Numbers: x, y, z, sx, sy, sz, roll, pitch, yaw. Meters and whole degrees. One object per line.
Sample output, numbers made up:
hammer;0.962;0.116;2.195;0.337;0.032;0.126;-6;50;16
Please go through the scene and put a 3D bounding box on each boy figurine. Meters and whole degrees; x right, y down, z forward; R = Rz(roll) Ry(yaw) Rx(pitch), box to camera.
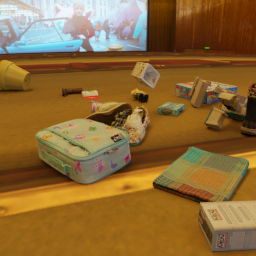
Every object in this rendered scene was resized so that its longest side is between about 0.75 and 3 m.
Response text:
boy figurine;0.591;-1.894;15.980;1.000;0.518;1.609;4;16;-21

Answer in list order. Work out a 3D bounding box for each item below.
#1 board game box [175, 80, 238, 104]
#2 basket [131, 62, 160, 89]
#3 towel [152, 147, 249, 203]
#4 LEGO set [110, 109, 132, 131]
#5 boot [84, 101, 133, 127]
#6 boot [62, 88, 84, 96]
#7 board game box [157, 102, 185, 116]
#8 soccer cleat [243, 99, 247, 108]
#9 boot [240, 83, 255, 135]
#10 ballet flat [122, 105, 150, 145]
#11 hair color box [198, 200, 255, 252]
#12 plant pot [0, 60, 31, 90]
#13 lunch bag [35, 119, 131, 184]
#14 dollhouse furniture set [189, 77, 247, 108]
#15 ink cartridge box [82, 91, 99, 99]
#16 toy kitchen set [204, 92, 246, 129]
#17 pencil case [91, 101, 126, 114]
board game box;4.555;-2.172;16.506;2.506;0.715;2.559;-12;23;-30
basket;0.814;-2.468;13.089;0.730;0.802;1.183;24;-3;39
towel;2.073;1.207;7.641;1.893;0.280;2.582;12;23;33
LEGO set;-0.412;-0.219;9.940;0.495;1.135;1.748;33;-12;-14
boot;-1.095;-0.487;11.507;2.225;0.802;1.721;-25;19;-16
boot;-3.357;-2.254;17.278;1.366;0.439;1.273;0;21;-14
board game box;2.115;-0.933;13.633;0.957;0.297;1.268;11;22;28
soccer cleat;6.061;-1.245;14.234;1.632;0.560;0.695;5;26;25
boot;5.247;-0.843;11.089;2.421;1.823;0.886;-18;27;-42
ballet flat;0.267;-0.212;10.786;1.013;0.856;2.677;1;20;10
hair color box;2.321;1.860;5.434;1.692;0.513;0.838;-1;19;-4
plant pot;-7.434;-3.278;18.272;1.752;1.863;1.863;16;20;-1
lunch bag;-1.355;0.564;8.316;2.673;1.030;2.144;18;26;41
dollhouse furniture set;4.818;-1.502;14.717;2.730;1.333;2.328;17;19;-6
ink cartridge box;-2.216;-1.974;16.651;0.901;0.280;1.120;-6;19;-17
toy kitchen set;4.065;-0.503;12.027;1.991;1.595;1.173;32;-6;-42
pencil case;-0.858;-0.862;12.842;1.653;0.707;0.694;1;24;6
